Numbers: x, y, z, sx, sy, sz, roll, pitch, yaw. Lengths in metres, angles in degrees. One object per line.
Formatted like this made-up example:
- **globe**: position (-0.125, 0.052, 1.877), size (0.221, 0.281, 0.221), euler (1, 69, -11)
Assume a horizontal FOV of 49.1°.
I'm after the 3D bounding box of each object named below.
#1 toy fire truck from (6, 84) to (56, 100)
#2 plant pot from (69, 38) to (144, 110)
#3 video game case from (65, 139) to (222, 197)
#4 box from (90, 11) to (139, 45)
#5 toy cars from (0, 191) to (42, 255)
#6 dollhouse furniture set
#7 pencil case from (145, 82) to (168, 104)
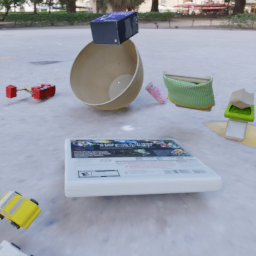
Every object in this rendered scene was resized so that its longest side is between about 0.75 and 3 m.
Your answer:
- **toy fire truck**: position (-3.291, -1.278, 9.610), size (1.077, 0.372, 1.528), euler (13, 20, 12)
- **plant pot**: position (-0.433, -1.482, 8.654), size (2.284, 2.284, 1.533), euler (14, -12, 29)
- **video game case**: position (0.077, 0.608, 5.069), size (2.385, 0.279, 2.168), euler (0, 14, -13)
- **box**: position (-0.332, -2.651, 7.389), size (0.827, 0.583, 1.117), euler (10, 37, 27)
- **toy cars**: position (-1.479, 1.304, 3.532), size (0.725, 0.358, 1.618), euler (-24, 38, -3)
- **dollhouse furniture set**: position (2.094, -0.338, 6.396), size (2.907, 1.122, 1.453), euler (12, -14, 23)
- **pencil case**: position (0.937, -1.138, 9.195), size (0.355, 0.813, 0.355), euler (-40, 23, 20)
